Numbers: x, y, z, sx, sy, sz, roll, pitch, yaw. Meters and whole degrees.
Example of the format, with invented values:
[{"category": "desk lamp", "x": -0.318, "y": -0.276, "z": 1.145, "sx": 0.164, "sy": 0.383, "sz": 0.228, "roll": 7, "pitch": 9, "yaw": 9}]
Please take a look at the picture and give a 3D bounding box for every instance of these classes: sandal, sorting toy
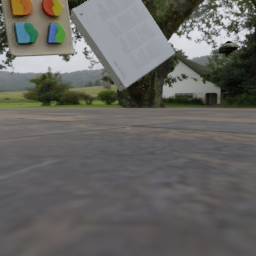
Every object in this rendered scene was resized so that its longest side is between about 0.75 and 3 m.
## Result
[{"category": "sandal", "x": 3.597, "y": -2.935, "z": 10.060, "sx": 0.591, "sy": 0.425, "sz": 1.488, "roll": -31, "pitch": -10, "yaw": 31}, {"category": "sorting toy", "x": -1.986, "y": -2.426, "z": 6.284, "sx": 1.473, "sy": 1.592, "sz": 0.290, "roll": -12, "pitch": 6, "yaw": -30}]

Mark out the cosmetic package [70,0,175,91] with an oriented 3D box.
[{"category": "cosmetic package", "x": -0.148, "y": -2.913, "z": 8.892, "sx": 2.111, "sy": 2.800, "sz": 0.723, "roll": -37, "pitch": 7, "yaw": -18}]
